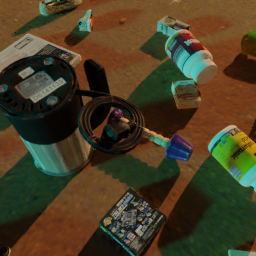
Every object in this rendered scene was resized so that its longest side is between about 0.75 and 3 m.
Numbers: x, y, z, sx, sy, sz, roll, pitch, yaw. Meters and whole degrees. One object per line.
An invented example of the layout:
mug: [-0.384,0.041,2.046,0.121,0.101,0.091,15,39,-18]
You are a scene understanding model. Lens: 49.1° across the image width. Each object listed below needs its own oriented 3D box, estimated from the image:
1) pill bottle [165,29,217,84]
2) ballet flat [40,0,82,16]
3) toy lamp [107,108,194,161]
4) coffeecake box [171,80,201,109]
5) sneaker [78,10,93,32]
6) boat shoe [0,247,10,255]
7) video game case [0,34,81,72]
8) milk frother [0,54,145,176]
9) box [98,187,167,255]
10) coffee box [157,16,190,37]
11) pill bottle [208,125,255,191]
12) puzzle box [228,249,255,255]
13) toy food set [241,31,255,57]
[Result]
pill bottle: [2.207,-2.458,9.756,1.092,1.092,1.934,-21,57,-15]
ballet flat: [-2.926,-5.577,12.381,2.086,0.650,0.703,-33,60,-23]
toy lamp: [0.618,0.199,7.979,2.549,0.742,0.742,24,57,17]
coffeecake box: [1.894,-1.112,9.198,0.729,0.347,0.949,-6,53,-4]
sneaker: [-1.787,-4.518,11.712,0.591,0.486,1.285,-3,52,3]
boat shoe: [-3.016,2.979,6.133,0.344,0.305,0.920,37,61,25]
video game case: [-3.585,-2.153,10.005,2.641,0.339,2.905,26,56,19]
milk frother: [-1.202,0.132,6.659,2.702,2.817,2.994,-23,59,-12]
box: [0.116,2.228,6.710,1.187,0.297,1.196,33,60,23]
coffee box: [1.826,-4.034,11.335,1.135,0.453,0.641,35,60,23]
pill bottle: [3.062,0.868,7.292,1.012,1.012,1.818,-28,59,-20]
puzzle box: [2.802,3.120,6.130,1.106,0.141,0.736,6,53,4]
toy food set: [5.155,-2.981,10.541,1.822,0.595,1.072,17,79,15]
